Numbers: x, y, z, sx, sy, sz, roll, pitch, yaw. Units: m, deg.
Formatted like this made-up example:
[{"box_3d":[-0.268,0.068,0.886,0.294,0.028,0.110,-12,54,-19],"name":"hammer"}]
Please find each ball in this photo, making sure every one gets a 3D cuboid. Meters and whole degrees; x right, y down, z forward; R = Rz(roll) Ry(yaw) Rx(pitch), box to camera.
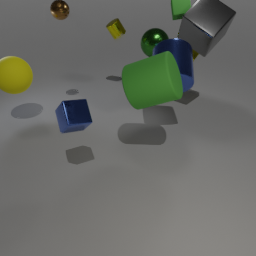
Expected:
[{"box_3d":[-2.509,-4.356,10.334,0.700,0.700,0.700,0,30,0],"name":"ball"},{"box_3d":[1.304,-4.097,13.549,1.400,1.400,1.400,0,30,0],"name":"ball"},{"box_3d":[-4.328,-1.986,10.568,1.400,1.400,1.400,0,30,0],"name":"ball"}]

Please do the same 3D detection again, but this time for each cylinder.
[{"box_3d":[1.551,-2.104,9.724,1.400,1.400,1.400,1,69,2],"name":"cylinder"},{"box_3d":[-0.562,-4.671,13.208,0.700,0.700,0.700,-26,34,19],"name":"cylinder"},{"box_3d":[0.736,-1.373,8.265,1.400,1.400,1.400,-13,24,24],"name":"cylinder"}]

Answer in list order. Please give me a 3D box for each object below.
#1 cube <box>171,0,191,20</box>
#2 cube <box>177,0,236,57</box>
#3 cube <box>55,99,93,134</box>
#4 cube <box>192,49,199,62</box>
[{"box_3d":[2.074,-4.726,10.994,0.700,0.700,0.700,-7,5,7],"name":"cube"},{"box_3d":[2.925,-3.881,10.621,1.400,1.400,1.400,40,80,11],"name":"cube"},{"box_3d":[-1.479,-0.317,7.599,0.700,0.700,0.700,-9,-14,-33],"name":"cube"},{"box_3d":[2.721,-3.255,12.845,0.700,0.700,0.700,37,55,3],"name":"cube"}]
